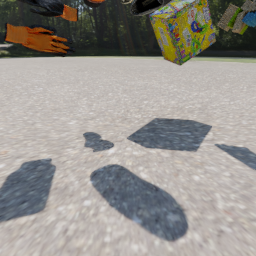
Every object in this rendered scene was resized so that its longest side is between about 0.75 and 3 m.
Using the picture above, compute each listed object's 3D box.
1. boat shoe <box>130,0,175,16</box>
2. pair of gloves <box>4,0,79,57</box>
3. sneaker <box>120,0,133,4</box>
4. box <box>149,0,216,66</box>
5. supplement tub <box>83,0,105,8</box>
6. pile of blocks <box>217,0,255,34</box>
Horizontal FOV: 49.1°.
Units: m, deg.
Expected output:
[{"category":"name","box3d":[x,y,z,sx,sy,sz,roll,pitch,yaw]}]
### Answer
[{"category":"boat shoe","box3d":[0.850,-3.259,6.600,2.020,0.724,0.685,-13,27,42]},{"category":"pair of gloves","box3d":[-1.756,-2.257,5.882,1.458,1.637,0.202,11,-26,-26]},{"category":"sneaker","box3d":[0.040,-4.510,9.266,0.550,0.474,1.254,-12,6,-38]},{"category":"box","box3d":[1.833,-3.270,9.242,1.609,1.671,1.019,-35,37,-10]},{"category":"supplement tub","box3d":[-0.791,-3.832,7.237,0.806,0.806,1.507,-7,-17,-20]},{"category":"pile of blocks","box3d":[3.384,-2.898,7.412,0.714,0.943,2.297,21,2,-21]}]
